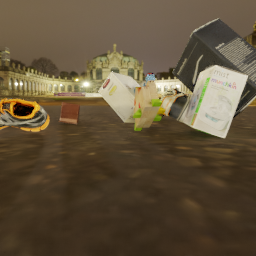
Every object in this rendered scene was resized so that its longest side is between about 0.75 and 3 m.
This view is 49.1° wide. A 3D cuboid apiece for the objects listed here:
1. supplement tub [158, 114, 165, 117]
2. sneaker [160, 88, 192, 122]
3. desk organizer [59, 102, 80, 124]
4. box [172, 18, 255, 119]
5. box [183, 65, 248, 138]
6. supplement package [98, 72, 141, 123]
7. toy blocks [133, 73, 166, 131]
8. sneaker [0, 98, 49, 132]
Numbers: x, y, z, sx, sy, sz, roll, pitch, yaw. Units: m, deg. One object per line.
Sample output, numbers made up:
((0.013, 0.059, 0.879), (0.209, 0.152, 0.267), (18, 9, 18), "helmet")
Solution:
((0.938, -0.660, 10.475), (0.844, 0.609, 0.609), (-10, 10, -29), "supplement tub")
((1.622, -0.845, 9.528), (1.001, 0.988, 2.520), (28, 10, 6), "sneaker")
((-1.773, -0.480, 8.660), (0.530, 0.569, 1.479), (8, 4, -9), "desk organizer")
((2.586, -1.543, 7.717), (1.181, 2.263, 1.675), (-34, -16, -27), "box")
((1.673, -0.518, 5.568), (0.655, 1.196, 1.355), (18, 7, 1), "box")
((-0.002, -0.806, 7.561), (1.248, 0.692, 0.972), (49, 26, 24), "supplement package")
((0.355, -0.581, 5.953), (0.614, 0.841, 1.230), (-2, -26, -11), "toy blocks")
((-2.584, -0.340, 5.821), (1.798, 0.703, 0.694), (-1, -24, -11), "sneaker")
